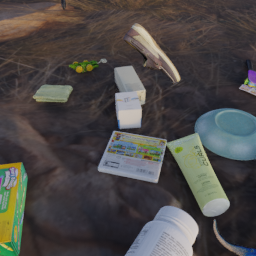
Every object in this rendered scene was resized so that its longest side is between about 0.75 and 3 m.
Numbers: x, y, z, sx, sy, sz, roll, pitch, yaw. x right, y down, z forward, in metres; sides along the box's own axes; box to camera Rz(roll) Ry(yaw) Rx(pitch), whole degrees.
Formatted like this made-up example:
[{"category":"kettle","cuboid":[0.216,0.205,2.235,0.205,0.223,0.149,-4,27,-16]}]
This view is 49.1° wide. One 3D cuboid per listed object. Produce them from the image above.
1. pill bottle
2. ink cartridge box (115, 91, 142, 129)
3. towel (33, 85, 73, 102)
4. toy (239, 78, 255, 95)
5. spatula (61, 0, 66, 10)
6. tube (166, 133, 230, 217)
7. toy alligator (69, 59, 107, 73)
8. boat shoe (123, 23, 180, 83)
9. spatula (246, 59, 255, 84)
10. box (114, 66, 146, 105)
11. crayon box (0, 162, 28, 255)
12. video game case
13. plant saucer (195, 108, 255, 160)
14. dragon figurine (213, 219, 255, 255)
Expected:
[{"category":"pill bottle","cuboid":[0.618,2.736,5.852,1.184,1.184,2.089,23,46,24]},{"category":"ink cartridge box","cuboid":[-0.002,-0.653,10.054,0.814,0.828,1.125,-5,40,-5]},{"category":"towel","cuboid":[-3.037,-1.421,11.389,1.396,0.255,1.036,4,42,5]},{"category":"toy","cuboid":[5.803,-1.595,11.412,2.098,0.495,1.208,29,49,30]},{"category":"spatula","cuboid":[-1.542,-3.299,6.880,0.155,0.426,1.509,-3,50,-2]},{"category":"tube","cuboid":[1.961,1.169,8.084,0.822,0.736,2.834,16,32,-21]},{"category":"toy alligator","cuboid":[-1.822,-2.825,12.911,1.851,0.445,0.614,-13,42,-23]},{"category":"boat shoe","cuboid":[0.744,-2.182,8.740,0.725,2.237,0.805,-42,19,5]},{"category":"spatula","cuboid":[5.577,-2.570,12.544,0.766,0.279,2.711,20,33,-1]},{"category":"box","cuboid":[0.046,-1.743,11.428,0.828,0.689,2.015,-9,41,-10]},{"category":"crayon box","cuboid":[-3.416,2.022,7.041,1.429,0.701,2.407,-7,41,-8]},{"category":"video game case","cuboid":[0.181,0.842,8.745,1.817,0.208,1.654,9,45,12]},{"category":"plant saucer","cuboid":[3.628,-0.011,9.580,2.611,0.503,2.611,0,40,0]},{"category":"dragon figurine","cuboid":[3.016,2.871,6.043,1.234,0.731,2.483,-24,47,-25]}]
